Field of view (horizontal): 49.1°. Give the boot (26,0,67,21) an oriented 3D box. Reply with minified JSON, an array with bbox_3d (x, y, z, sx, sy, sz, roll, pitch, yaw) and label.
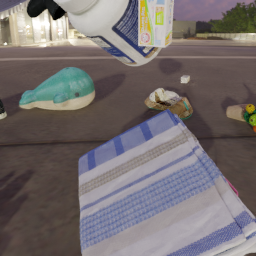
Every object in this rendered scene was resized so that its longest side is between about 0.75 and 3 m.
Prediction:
[{"bbox_3d":[-2.650,-4.039,9.382,1.254,1.531,0.566,54,16,24],"label":"boot"}]

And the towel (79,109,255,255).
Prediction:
[{"bbox_3d":[0.250,0.908,4.140,2.150,0.348,2.927,-28,33,5],"label":"towel"}]

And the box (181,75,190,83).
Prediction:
[{"bbox_3d":[3.318,-2.833,16.231,0.383,0.314,0.807,8,22,21],"label":"box"}]

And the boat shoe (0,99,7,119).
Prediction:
[{"bbox_3d":[-5.746,-0.726,9.512,2.920,0.968,1.091,-2,20,-5],"label":"boat shoe"}]

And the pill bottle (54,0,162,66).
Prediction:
[{"bbox_3d":[-0.330,-2.378,5.809,1.407,1.407,2.535,14,-3,33],"label":"pill bottle"}]

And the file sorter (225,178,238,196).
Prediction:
[{"bbox_3d":[0.956,0.987,4.522,1.290,0.809,0.896,24,-14,48],"label":"file sorter"}]

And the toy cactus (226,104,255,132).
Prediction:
[{"bbox_3d":[4.245,-0.567,9.088,2.574,1.316,2.124,-29,24,-38],"label":"toy cactus"}]

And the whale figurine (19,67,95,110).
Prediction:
[{"bbox_3d":[-2.763,-1.517,10.879,2.884,1.496,2.294,-9,25,-9],"label":"whale figurine"}]

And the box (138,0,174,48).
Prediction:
[{"bbox_3d":[0.526,-2.060,5.273,0.553,0.984,0.499,10,29,21],"label":"box"}]

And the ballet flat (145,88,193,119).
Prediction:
[{"bbox_3d":[1.420,-1.073,10.489,0.904,0.837,2.563,-35,32,-21],"label":"ballet flat"}]
